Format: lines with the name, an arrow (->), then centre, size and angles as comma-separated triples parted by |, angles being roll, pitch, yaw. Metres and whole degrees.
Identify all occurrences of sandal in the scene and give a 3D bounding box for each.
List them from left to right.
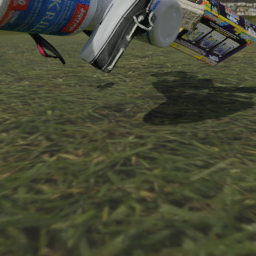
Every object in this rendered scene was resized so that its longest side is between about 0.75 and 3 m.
sandal -> -3.235, -3.073, 10.476 | 2.221, 0.501, 0.834 | 38, 9, -46

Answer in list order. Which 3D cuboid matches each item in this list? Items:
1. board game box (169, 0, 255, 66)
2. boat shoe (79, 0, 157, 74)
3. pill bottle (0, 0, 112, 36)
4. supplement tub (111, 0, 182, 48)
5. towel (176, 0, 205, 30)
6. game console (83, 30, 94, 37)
board game box -> 2.643, -3.018, 9.054 | 2.246, 0.637, 1.856 | 16, -23, -27
boat shoe -> 0.084, -2.124, 5.388 | 0.867, 2.540, 0.938 | 30, 23, -24
pill bottle -> -1.591, -2.612, 5.341 | 1.612, 1.612, 2.872 | 14, 19, 30
supplement tub -> 0.340, -2.613, 6.610 | 1.640, 1.082, 1.082 | 31, 36, 33
towel -> 1.194, -2.971, 7.102 | 1.388, 0.239, 0.920 | 20, -11, -3
game console -> -1.491, -3.113, 8.241 | 1.243, 2.135, 1.878 | -51, 5, -20
